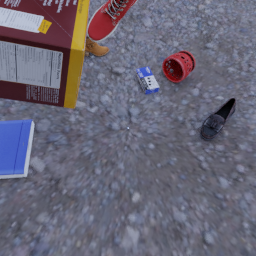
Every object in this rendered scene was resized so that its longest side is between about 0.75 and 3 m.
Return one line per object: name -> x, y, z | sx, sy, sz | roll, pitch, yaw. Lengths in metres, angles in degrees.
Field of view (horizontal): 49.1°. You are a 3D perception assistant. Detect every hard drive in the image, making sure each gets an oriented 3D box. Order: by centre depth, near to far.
hard drive -> -4.230, 0.619, 8.048 | 2.763, 0.350, 1.823 | -3, 55, -2

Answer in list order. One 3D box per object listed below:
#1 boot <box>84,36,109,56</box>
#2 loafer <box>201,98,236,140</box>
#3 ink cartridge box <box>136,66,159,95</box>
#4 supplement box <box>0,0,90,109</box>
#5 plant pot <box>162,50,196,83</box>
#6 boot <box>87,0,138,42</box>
boot -> -1.224, -3.082, 10.394 | 1.053, 0.815, 0.388 | -11, 55, -7
loafer -> 2.801, -0.339, 8.620 | 0.608, 0.532, 1.691 | 35, 62, 22
ink cartridge box -> 0.661, -1.667, 9.746 | 0.503, 0.236, 1.070 | -14, 56, -11
supplement box -> -1.884, -1.683, 5.381 | 2.074, 1.377, 2.046 | 8, 48, -13
plant pot -> 1.786, -2.168, 9.705 | 0.936, 0.936, 0.852 | 35, 54, 22
boot -> -0.322, -2.865, 6.608 | 0.655, 1.304, 1.808 | 41, 92, -10
